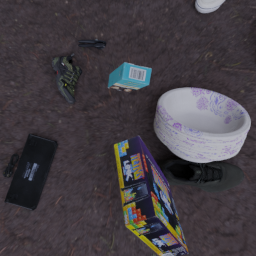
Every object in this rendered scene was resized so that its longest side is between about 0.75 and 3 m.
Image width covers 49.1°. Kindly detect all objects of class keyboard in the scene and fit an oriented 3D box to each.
[{"bbox_3d":[-3.411,1.420,9.473,1.444,0.309,2.405,17,79,-3],"label":"keyboard"}]

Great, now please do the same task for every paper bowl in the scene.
[{"bbox_3d":[2.186,-0.013,8.737,2.779,1.445,2.779,5,35,-4],"label":"paper bowl"}]

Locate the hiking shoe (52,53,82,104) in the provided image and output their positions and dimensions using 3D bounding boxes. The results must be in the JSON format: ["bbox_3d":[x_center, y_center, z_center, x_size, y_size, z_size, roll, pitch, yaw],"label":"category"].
[{"bbox_3d":[-2.039,-1.775,9.854,0.935,0.703,1.857,-19,79,0],"label":"hiking shoe"}]

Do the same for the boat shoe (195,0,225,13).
[{"bbox_3d":[3.617,-5.270,10.424,2.527,0.882,0.896,-33,81,-6],"label":"boat shoe"}]

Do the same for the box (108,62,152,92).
[{"bbox_3d":[-0.011,-1.053,6.027,0.575,1.397,0.343,10,88,-15],"label":"box"}]

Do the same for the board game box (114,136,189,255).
[{"bbox_3d":[0.583,1.728,6.724,0.709,2.500,2.066,-21,47,12],"label":"board game box"}]

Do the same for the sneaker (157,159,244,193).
[{"bbox_3d":[2.354,1.505,8.947,2.839,1.289,1.078,1,78,-1],"label":"sneaker"}]

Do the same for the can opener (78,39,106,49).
[{"bbox_3d":[-1.321,-3.114,10.309,1.084,0.426,0.344,9,87,11],"label":"can opener"}]
